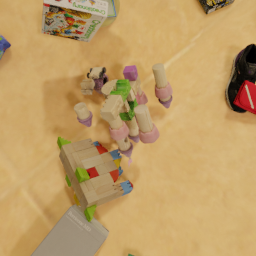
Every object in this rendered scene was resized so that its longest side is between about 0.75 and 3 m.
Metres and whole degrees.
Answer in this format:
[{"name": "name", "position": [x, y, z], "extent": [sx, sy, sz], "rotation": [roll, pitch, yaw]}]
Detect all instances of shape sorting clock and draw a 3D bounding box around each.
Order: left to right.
[{"name": "shape sorting clock", "position": [-1.121, -4.541, 9.873], "extent": [1.916, 0.376, 1.916], "rotation": [-2, 93, -38]}]

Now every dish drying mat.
[{"name": "dish drying mat", "position": [4.628, -0.744, 9.210], "extent": [2.271, 0.207, 0.872], "rotation": [22, 95, -10]}]

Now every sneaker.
[{"name": "sneaker", "position": [3.883, -1.687, 9.352], "extent": [0.881, 1.019, 2.327], "rotation": [9, 78, 2]}]

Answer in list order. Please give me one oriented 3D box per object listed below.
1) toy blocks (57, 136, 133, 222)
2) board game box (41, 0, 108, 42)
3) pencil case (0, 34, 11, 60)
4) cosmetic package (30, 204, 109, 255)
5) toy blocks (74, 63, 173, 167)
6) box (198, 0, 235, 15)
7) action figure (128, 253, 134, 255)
[{"name": "toy blocks", "position": [-0.891, 1.263, 8.559], "extent": [1.753, 1.281, 2.564], "rotation": [-15, 61, -32]}, {"name": "board game box", "position": [-1.501, -2.861, 7.374], "extent": [1.450, 2.297, 0.398], "rotation": [6, 90, -18]}, {"name": "pencil case", "position": [-5.111, -2.106, 9.332], "extent": [1.082, 1.205, 2.774], "rotation": [30, 79, -4]}, {"name": "cosmetic package", "position": [-1.913, 3.729, 8.155], "extent": [1.455, 1.228, 2.724], "rotation": [36, 83, 6]}, {"name": "toy blocks", "position": [-0.054, -0.422, 8.839], "extent": [2.686, 2.261, 2.510], "rotation": [2, 47, 24]}, {"name": "box", "position": [3.112, -5.111, 10.403], "extent": [1.182, 0.365, 1.481], "rotation": [-26, 79, -3]}, {"name": "action figure", "position": [0.191, 5.054, 8.216], "extent": [1.329, 0.615, 2.249], "rotation": [23, 83, 1]}]
